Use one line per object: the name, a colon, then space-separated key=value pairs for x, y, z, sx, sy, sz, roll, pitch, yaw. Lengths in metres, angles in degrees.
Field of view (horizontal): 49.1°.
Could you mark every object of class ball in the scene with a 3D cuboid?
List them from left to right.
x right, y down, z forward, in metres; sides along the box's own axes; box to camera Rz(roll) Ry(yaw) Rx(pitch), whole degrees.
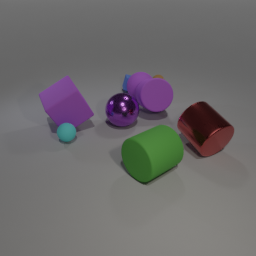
ball: x=-2.285 y=0.160 z=10.412 sx=0.700 sy=0.700 sz=0.700 roll=0 pitch=28 yaw=0
ball: x=-0.237 y=-0.741 z=11.495 sx=1.400 sy=1.400 sz=1.400 roll=0 pitch=28 yaw=0
ball: x=0.637 y=-2.081 z=13.938 sx=1.400 sy=1.400 sz=1.400 roll=0 pitch=28 yaw=0

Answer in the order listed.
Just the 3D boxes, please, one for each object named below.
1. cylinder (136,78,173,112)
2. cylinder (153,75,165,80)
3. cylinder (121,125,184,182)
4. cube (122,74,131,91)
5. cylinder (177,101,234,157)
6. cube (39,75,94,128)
cylinder: x=1.123 y=-1.462 z=12.240 sx=1.400 sy=1.400 sz=1.400 roll=-4 pitch=9 yaw=-6
cylinder: x=1.674 y=-2.503 z=15.308 sx=0.700 sy=0.700 sz=0.700 roll=0 pitch=23 yaw=0
cylinder: x=0.750 y=0.759 z=8.652 sx=1.400 sy=1.400 sz=1.400 roll=-22 pitch=35 yaw=-36
cube: x=0.144 y=-2.374 z=14.965 sx=0.700 sy=0.700 sz=0.700 roll=13 pitch=24 yaw=-12
cylinder: x=2.666 y=0.025 z=9.709 sx=1.400 sy=1.400 sz=1.400 roll=-15 pitch=48 yaw=-26
cube: x=-2.429 y=-0.925 z=11.041 sx=1.400 sy=1.400 sz=1.400 roll=-34 pitch=43 yaw=-3
